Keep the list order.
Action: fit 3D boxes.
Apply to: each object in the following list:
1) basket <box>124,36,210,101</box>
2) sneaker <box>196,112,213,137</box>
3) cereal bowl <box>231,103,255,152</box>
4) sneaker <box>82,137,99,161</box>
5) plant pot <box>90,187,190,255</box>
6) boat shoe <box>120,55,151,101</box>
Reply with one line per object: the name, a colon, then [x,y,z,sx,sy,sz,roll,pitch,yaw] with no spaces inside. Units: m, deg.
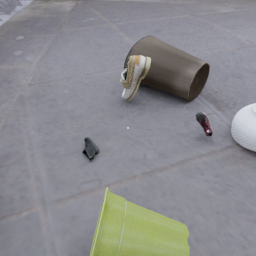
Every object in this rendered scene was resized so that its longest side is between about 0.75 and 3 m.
basket: [1.797,-2.522,12.059,2.951,2.007,2.660,30,41,27]
sneaker: [2.647,-0.077,9.473,0.373,0.985,0.569,-30,36,19]
cereal bowl: [4.805,-0.218,9.455,2.464,1.026,2.464,-7,30,4]
sneaker: [-1.319,0.675,9.261,0.511,0.294,0.980,-22,47,-32]
plant pot: [0.223,2.463,5.966,1.905,2.006,2.006,13,39,-3]
boat shoe: [0.105,-1.945,10.803,0.790,2.310,0.863,14,54,-13]
